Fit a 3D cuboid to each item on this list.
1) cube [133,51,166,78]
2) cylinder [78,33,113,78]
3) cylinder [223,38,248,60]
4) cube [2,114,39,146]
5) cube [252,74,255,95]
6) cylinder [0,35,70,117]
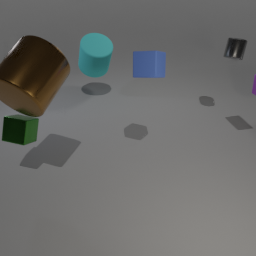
[{"bbox_3d":[0.598,-1.757,7.788,0.700,0.700,0.700,6,12,28],"label":"cube"},{"bbox_3d":[-1.454,-3.203,12.412,1.400,1.400,1.400,6,61,-11],"label":"cylinder"},{"bbox_3d":[3.987,-2.931,10.406,0.700,0.700,0.700,10,14,-3],"label":"cylinder"},{"bbox_3d":[-3.051,0.038,7.969,0.700,0.700,0.700,11,9,9],"label":"cube"},{"bbox_3d":[4.771,-1.436,9.531,0.700,0.700,0.700,-9,28,-9],"label":"cube"},{"bbox_3d":[-2.315,-1.211,6.690,1.400,1.400,1.400,14,62,21],"label":"cylinder"}]
